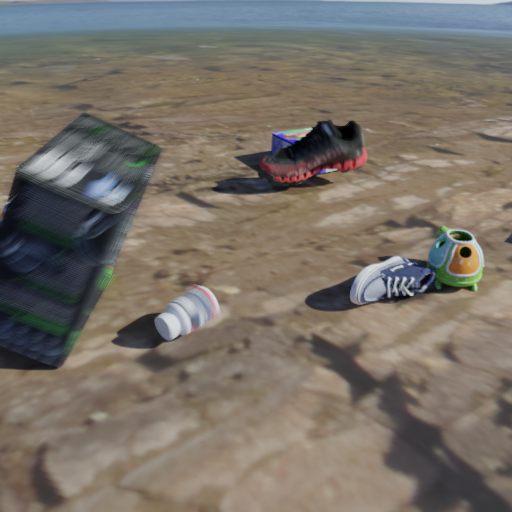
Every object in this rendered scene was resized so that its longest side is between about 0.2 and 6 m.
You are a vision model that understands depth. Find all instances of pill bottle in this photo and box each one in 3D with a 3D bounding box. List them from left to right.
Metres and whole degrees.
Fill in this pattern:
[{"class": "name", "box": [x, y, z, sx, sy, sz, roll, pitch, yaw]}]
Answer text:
[{"class": "pill bottle", "box": [-1.046, 0.875, 8.362, 0.527, 0.527, 0.881, 24, 42, 37]}]

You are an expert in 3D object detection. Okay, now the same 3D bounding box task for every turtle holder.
[{"class": "turtle holder", "box": [3.504, -0.015, 9.775, 0.940, 0.878, 1.237, 13, 31, 24]}]

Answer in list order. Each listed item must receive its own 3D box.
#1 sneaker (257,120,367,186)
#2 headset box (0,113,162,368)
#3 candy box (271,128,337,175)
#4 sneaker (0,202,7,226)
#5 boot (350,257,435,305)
[{"class": "sneaker", "box": [1.353, -2.543, 13.386, 2.801, 1.368, 0.990, -14, 49, -10]}, {"class": "headset box", "box": [-2.695, -0.225, 8.131, 1.344, 2.898, 2.523, 24, 26, -10]}, {"class": "candy box", "box": [1.557, -2.884, 15.250, 1.612, 0.734, 1.906, -14, 32, -26]}, {"class": "sneaker", "box": [-4.256, -0.951, 10.965, 1.845, 0.650, 0.863, -14, 66, 18]}, {"class": "boot", "box": [2.275, 0.437, 9.225, 0.730, 0.588, 1.616, 19, 32, 40]}]
